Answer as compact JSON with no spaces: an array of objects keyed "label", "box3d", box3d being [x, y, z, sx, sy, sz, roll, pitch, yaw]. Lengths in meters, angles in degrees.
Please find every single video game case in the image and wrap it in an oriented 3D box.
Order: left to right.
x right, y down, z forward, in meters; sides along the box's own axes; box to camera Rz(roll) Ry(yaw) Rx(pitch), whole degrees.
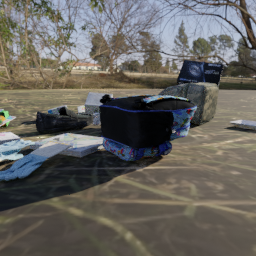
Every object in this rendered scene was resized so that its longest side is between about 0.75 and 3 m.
[{"label":"video game case","box3d":[-1.676,0.480,8.569,1.893,0.208,1.725,5,12,27]}]

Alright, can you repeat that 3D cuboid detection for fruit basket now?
[{"label":"fruit basket","box3d":[-5.664,-0.310,11.485,1.482,0.750,1.600,2,13,8]}]

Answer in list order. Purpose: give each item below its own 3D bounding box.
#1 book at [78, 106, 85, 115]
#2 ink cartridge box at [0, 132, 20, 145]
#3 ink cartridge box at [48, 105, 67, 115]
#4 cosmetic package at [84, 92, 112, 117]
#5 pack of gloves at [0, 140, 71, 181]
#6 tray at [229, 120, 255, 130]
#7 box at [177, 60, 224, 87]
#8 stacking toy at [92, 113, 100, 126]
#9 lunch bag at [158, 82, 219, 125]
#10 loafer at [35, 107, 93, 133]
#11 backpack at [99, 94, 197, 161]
[{"label":"book","box3d":[-2.161,-0.942,15.920,1.356,0.488,2.029,-4,14,-12]},{"label":"ink cartridge box","box3d":[-4.264,0.383,8.990,1.258,0.272,1.235,-6,12,-37]},{"label":"ink cartridge box","box3d":[-3.500,-0.844,14.039,0.923,0.386,0.670,-18,10,-8]},{"label":"cosmetic package","box3d":[-1.519,-1.193,14.671,1.287,0.793,1.291,5,38,1]},{"label":"pack of gloves","box3d":[-2.670,0.820,6.734,1.733,0.407,2.062,9,20,21]},{"label":"tray","box3d":[5.382,-0.082,11.638,1.076,0.222,2.004,-10,14,-39]},{"label":"box","box3d":[3.801,-2.770,14.756,2.112,0.460,1.692,13,56,20]},{"label":"stacking toy","box3d":[-0.156,-0.319,12.202,1.804,0.562,2.392,10,11,30]},{"label":"lunch bag","box3d":[2.866,-1.297,13.399,2.267,1.884,2.703,15,18,30]},{"label":"loafer","box3d":[-2.485,-0.397,11.377,0.895,0.925,2.635,10,14,43]},{"label":"backpack","box3d":[0.646,-0.146,7.980,2.441,1.642,2.228,-8,13,-32]}]
